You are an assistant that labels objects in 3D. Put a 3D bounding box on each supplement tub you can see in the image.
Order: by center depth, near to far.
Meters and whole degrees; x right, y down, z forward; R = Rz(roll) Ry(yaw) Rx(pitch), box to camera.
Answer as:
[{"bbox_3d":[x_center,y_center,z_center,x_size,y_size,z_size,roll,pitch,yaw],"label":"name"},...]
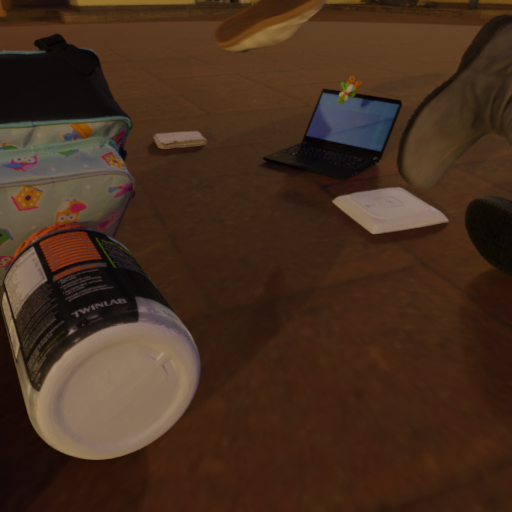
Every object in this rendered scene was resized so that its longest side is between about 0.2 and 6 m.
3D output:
[{"bbox_3d":[-1.864,0.739,6.237,1.673,1.673,2.730,-14,31,-24],"label":"supplement tub"}]

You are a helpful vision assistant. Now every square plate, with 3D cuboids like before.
[{"bbox_3d":[2.595,-0.957,10.965,1.661,0.239,1.677,-9,29,-18],"label":"square plate"}]

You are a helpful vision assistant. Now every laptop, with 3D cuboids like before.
[{"bbox_3d":[1.870,-3.046,13.683,2.351,1.370,2.653,20,34,34],"label":"laptop"}]

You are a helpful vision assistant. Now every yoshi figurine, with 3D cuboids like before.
[{"bbox_3d":[2.052,-3.693,12.495,0.380,0.680,0.382,-6,64,-31],"label":"yoshi figurine"}]

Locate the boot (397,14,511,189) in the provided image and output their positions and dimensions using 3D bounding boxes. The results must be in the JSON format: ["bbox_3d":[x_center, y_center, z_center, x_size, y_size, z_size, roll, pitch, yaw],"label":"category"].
[{"bbox_3d":[2.817,-1.657,6.923,0.884,2.532,1.667,14,31,-22],"label":"boot"}]

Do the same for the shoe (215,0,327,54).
[{"bbox_3d":[0.354,-4.597,10.880,2.482,0.662,0.868,-12,64,31],"label":"shoe"}]

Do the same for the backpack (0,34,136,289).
[{"bbox_3d":[-3.410,-1.019,7.994,2.998,3.410,2.614,-17,73,-32],"label":"backpack"}]

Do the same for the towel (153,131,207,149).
[{"bbox_3d":[-2.061,-3.142,15.072,1.321,0.228,0.875,-9,30,-17],"label":"towel"}]

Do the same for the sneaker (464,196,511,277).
[{"bbox_3d":[5.043,-0.018,8.386,1.859,1.070,3.564,-16,37,-24],"label":"sneaker"}]
